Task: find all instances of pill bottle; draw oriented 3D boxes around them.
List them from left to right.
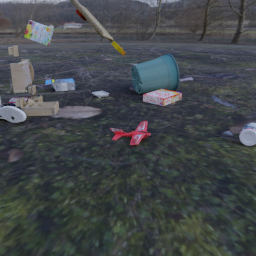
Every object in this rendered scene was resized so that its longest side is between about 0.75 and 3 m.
[{"bbox_3d":[4.070,0.172,9.283,0.572,0.572,0.957,12,23,28],"label":"pill bottle"}]

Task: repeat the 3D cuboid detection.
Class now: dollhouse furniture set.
[{"bbox_3d":[-3.767,-2.042,11.775,1.405,2.877,2.454,-1,21,-5],"label":"dollhouse furniture set"}]

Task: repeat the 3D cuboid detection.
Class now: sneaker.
[{"bbox_3d":[-4.686,-0.712,11.391,1.822,0.666,1.019,6,23,19],"label":"sneaker"}]

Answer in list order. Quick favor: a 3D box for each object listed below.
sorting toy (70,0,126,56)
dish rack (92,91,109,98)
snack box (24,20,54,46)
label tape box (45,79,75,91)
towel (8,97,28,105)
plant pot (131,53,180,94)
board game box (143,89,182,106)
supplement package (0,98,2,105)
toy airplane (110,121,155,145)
[{"bbox_3d":[-1.241,-4.194,12.005,0.373,2.786,2.076,-41,1,12],"label":"sorting toy"},{"bbox_3d":[-1.446,-1.770,14.780,0.697,0.177,0.812,-14,25,-29],"label":"dish rack"},{"bbox_3d":[-3.306,-3.528,10.402,0.926,0.658,0.245,21,16,1],"label":"snack box"},{"bbox_3d":[-3.898,-2.467,16.110,1.585,0.524,1.136,-8,22,-13],"label":"label tape box"},{"bbox_3d":[-5.363,-1.282,13.628,0.767,0.121,1.065,-1,23,-8],"label":"towel"},{"bbox_3d":[1.378,-2.797,15.148,2.059,2.103,2.103,-14,24,-13],"label":"plant pot"},{"bbox_3d":[1.719,-1.534,13.884,1.234,0.377,1.630,17,27,37],"label":"board game box"},{"bbox_3d":[-6.347,-1.446,12.674,0.832,1.097,0.826,-19,28,-40],"label":"supplement package"},{"bbox_3d":[0.135,0.216,9.530,1.596,0.293,1.596,-2,30,1],"label":"toy airplane"}]
